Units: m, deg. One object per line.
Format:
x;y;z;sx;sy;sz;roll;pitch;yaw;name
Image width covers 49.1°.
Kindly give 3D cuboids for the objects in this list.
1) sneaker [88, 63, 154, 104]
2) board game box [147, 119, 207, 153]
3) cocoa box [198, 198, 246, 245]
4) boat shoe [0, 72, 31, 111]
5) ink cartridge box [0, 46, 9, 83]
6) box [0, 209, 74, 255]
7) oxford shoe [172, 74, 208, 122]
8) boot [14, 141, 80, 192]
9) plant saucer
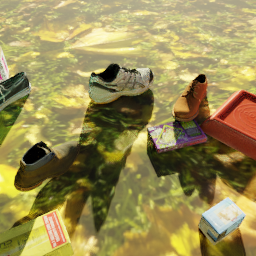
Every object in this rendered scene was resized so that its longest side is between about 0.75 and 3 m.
-0.155;-1.935;10.838;2.944;1.290;1.113;-25;47;-26;sneaker
1.613;0.224;9.336;1.731;0.280;1.039;-11;41;-12;board game box
2.298;2.286;6.897;0.924;0.606;0.616;-24;49;-23;cocoa box
-4.804;-1.251;10.372;0.990;0.916;2.682;32;52;29;boat shoe
-5.288;-2.555;11.498;0.469;1.248;1.028;-12;45;-12;ink cartridge box
-2.657;2.889;6.210;2.696;0.676;1.015;-19;47;-19;box
2.273;-1.173;10.205;0.934;0.933;2.619;17;44;20;oxford shoe
-2.125;0.812;7.893;0.861;1.117;2.304;39;46;13;boot
4.384;-0.216;9.595;2.845;0.523;2.850;32;52;29;plant saucer
